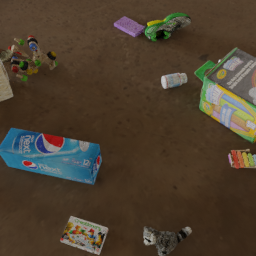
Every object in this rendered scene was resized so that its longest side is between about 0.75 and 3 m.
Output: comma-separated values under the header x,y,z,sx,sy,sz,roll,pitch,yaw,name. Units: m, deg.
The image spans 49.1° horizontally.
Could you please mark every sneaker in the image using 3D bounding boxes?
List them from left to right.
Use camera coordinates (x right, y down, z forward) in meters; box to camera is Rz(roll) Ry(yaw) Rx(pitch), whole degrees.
x,y,z,sx,sy,sz,roll,pitch,yaw,name
1.859,-4.453,12.649,2.216,0.865,0.944,-23,63,-6,sneaker

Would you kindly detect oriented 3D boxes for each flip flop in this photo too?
x,y,z,sx,sy,sz,roll,pitch,yaw,name
-5.559,-3.081,11.731,1.586,0.456,0.643,-10,53,-8,flip flop

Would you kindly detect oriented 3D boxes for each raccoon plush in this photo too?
x,y,z,sx,sy,sz,roll,pitch,yaw,name
0.936,2.673,7.186,1.179,0.570,0.790,-30,78,-28,raccoon plush

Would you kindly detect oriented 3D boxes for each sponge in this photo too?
x,y,z,sx,sy,sz,roll,pitch,yaw,name
0.073,-4.776,13.178,1.364,0.203,0.761,37,61,24,sponge

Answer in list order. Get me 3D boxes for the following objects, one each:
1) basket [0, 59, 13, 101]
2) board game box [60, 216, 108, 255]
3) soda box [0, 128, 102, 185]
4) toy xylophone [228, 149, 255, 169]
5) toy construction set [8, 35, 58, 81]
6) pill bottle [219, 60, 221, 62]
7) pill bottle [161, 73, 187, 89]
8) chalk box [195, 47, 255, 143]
x,y,z,sx,sy,sz,roll,pitch,yaw,name
-5.361,-1.571,10.031,2.075,1.407,1.280,-23,60,-17,basket
-1.148,2.829,7.410,1.082,0.187,0.683,14,53,10,board game box
-2.282,0.837,8.434,2.831,0.960,0.908,10,53,8,soda box
3.628,0.944,8.801,1.019,0.256,0.746,-5,53,-4,toy xylophone
-3.728,-2.739,11.147,1.926,1.480,1.606,38,103,41,toy construction set
4.079,-2.512,11.291,0.850,0.477,0.477,12,54,8,pill bottle
1.782,-1.837,10.769,0.909,0.494,0.494,-13,54,-10,pill bottle
3.625,-1.256,9.426,1.800,1.791,2.894,-41,61,-18,chalk box
